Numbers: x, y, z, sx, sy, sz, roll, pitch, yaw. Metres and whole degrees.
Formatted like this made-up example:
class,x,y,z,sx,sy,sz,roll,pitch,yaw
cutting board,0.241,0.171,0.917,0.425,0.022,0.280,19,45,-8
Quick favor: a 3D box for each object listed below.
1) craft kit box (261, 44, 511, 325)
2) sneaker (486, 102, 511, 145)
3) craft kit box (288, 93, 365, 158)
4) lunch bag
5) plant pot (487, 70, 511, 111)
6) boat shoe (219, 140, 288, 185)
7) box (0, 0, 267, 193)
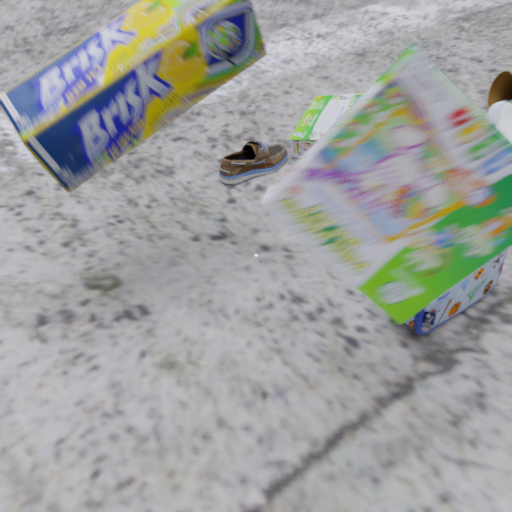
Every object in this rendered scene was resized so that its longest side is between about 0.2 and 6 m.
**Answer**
class,x,y,z,sx,sy,sz,roll,pitch,yaw
craft kit box,1.573,-0.615,5.921,2.201,2.174,0.534,39,33,-12
sneaker,3.707,-1.354,7.908,0.636,1.741,0.616,-9,1,-29
craft kit box,2.188,-3.035,12.883,2.333,0.573,2.362,6,41,21
lunch bag,3.019,0.129,8.665,2.254,1.806,0.851,-27,47,-28
plant pot,6.595,-3.939,13.887,1.218,1.135,1.135,4,41,-10
boat shoe,-0.008,-2.114,12.069,1.779,0.644,0.642,-30,50,-30
box,-1.693,-2.556,7.917,3.573,1.149,1.252,-37,55,-7
